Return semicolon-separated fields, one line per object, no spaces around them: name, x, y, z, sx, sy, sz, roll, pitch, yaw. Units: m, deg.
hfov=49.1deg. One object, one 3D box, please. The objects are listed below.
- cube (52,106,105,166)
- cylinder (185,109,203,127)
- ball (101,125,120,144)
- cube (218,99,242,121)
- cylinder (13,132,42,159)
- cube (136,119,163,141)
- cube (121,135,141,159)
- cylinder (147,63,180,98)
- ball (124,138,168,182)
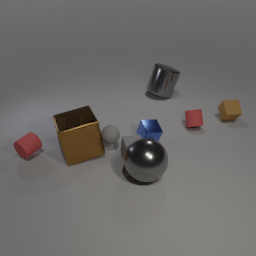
cube;-1.764;0.238;10.039;1.400;1.400;1.400;-17;33;-13
cylinder;2.793;-0.417;11.841;0.700;0.700;0.700;-7;1;0
ball;-0.638;0.240;10.252;0.700;0.700;0.700;0;30;0
cube;4.499;-0.785;12.388;0.700;0.700;0.700;-5;70;-4
cylinder;-3.575;0.612;10.007;0.700;0.700;0.700;18;42;29
cube;0.821;0.152;10.815;0.700;0.700;0.700;-2;48;-23
cube;0.170;0.738;10.001;0.700;0.700;0.700;-4;32;-13
cylinder;1.853;-2.502;14.700;1.400;1.400;1.400;16;24;-7
ball;0.573;1.010;8.860;1.400;1.400;1.400;0;30;0
